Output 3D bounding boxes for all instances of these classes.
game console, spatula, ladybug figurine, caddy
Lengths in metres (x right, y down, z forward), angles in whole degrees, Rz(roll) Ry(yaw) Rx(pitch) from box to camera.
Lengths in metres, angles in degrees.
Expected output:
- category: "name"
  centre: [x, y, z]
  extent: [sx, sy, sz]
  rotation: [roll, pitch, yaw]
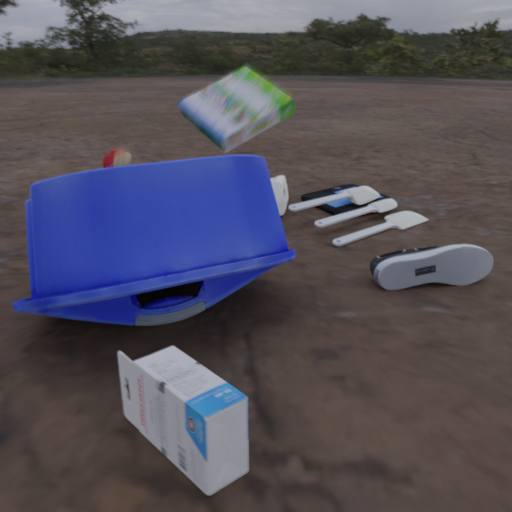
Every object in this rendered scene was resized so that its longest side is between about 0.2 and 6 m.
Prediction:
- category: "game console"
  centre: [1.856, -1.138, 11.404]
  extent: [1.357, 0.238, 1.534]
  rotation: [-11, 24, -26]
- category: "spatula"
  centre: [1.816, -0.779, 10.282]
  extent: [2.367, 0.190, 1.646]
  rotation: [-18, 45, -35]
- category: "ladybug figurine"
  centre: [-2.574, -1.733, 10.227]
  extent: [0.746, 0.268, 0.507]
  rotation: [4, 57, 48]
- category: "caddy"
  centre: [-1.184, -0.061, 6.754]
  extent: [3.378, 1.773, 2.388]
  rotation: [-11, 2, -25]

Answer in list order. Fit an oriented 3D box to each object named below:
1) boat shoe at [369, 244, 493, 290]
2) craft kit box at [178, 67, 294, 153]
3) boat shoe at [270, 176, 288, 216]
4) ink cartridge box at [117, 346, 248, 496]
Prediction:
- category: "boat shoe"
  centre: [2.436, 0.100, 7.856]
  extent: [1.723, 0.591, 0.488]
  rotation: [-6, 22, -8]
- category: "craft kit box"
  centre: [-0.373, -2.689, 10.142]
  extent: [1.536, 0.377, 1.555]
  rotation: [-34, 53, -12]
- category: "boat shoe"
  centre: [0.218, -1.210, 11.081]
  extent: [0.655, 0.688, 1.911]
  rotation: [-10, 22, 12]
- category: "ink cartridge box"
  centre: [-0.634, 1.269, 4.682]
  extent: [0.431, 0.748, 1.291]
  rotation: [-18, 28, -38]
